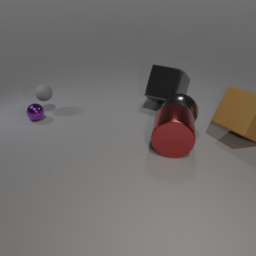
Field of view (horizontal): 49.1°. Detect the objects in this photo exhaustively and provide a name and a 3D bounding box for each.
[{"bbox_3d":[1.542,0.056,9.452,1.400,1.400,1.400,5,30,9],"label":"cylinder"},{"bbox_3d":[1.745,-1.799,12.263,1.400,1.400,1.400,16,0,26],"label":"cube"},{"bbox_3d":[4.116,-0.453,9.806,1.400,1.400,1.400,18,11,-38],"label":"cube"},{"bbox_3d":[-3.790,-0.662,11.475,0.700,0.700,0.700,0,29,0],"label":"ball"},{"bbox_3d":[-3.552,-1.476,11.828,0.700,0.700,0.700,0,29,0],"label":"ball"},{"bbox_3d":[1.960,-0.612,10.644,1.400,1.400,1.400,0,29,0],"label":"ball"}]
